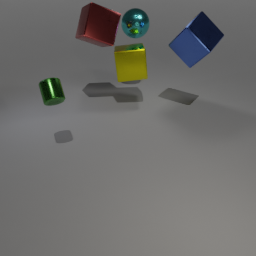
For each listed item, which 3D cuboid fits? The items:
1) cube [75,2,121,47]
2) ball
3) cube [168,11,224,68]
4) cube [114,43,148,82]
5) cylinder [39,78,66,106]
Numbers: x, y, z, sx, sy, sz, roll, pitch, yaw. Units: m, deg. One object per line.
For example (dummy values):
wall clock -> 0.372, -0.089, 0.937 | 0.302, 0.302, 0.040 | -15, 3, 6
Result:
cube -> -1.335, -4.458, 12.281 | 1.400, 1.400, 1.400 | 11, 8, -27
ball -> 0.364, -5.137, 13.784 | 1.400, 1.400, 1.400 | 0, 29, 0
cube -> 2.877, -3.712, 11.870 | 1.400, 1.400, 1.400 | 45, 61, -6
cube -> 0.126, -3.091, 13.165 | 1.400, 1.400, 1.400 | -6, 27, 1
cylinder -> -2.436, -1.157, 8.988 | 0.700, 0.700, 0.700 | -17, -9, -3
